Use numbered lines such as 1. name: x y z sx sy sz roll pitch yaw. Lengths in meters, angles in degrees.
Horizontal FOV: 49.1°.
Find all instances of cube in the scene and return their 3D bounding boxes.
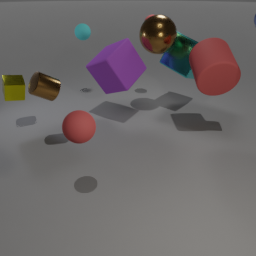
1. cube: 2.438 -2.992 11.696 1.400 1.400 1.400 36 23 22
2. cube: -0.439 -2.314 10.680 1.400 1.400 1.400 -1 44 50
3. cube: -4.187 -1.472 10.265 0.700 0.700 0.700 -6 43 -28

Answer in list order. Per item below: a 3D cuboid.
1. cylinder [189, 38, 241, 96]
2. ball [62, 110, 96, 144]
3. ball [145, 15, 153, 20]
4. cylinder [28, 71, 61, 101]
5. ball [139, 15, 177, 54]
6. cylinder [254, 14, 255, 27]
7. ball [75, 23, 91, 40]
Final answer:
1. cylinder: 2.866 -2.047 9.384 1.400 1.400 1.400 -1 49 -2
2. ball: -1.023 -0.022 5.862 0.700 0.700 0.700 0 28 0
3. ball: 1.027 -4.410 11.823 0.700 0.700 0.700 0 28 0
4. cylinder: -2.471 -1.226 8.289 0.700 0.700 0.700 18 12 -40
5. ball: 1.115 -3.451 10.374 1.400 1.400 1.400 0 28 0
6. cylinder: 3.856 -2.866 7.622 0.700 0.700 0.700 4 46 8
7. ball: -1.977 -4.190 12.223 0.700 0.700 0.700 0 28 0
